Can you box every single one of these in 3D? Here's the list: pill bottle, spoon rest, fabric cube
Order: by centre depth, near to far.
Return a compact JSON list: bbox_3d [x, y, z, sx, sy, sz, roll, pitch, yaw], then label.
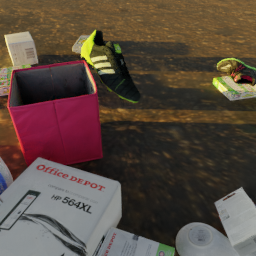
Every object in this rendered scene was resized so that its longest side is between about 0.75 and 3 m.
[{"bbox_3d":[-3.760,1.440,5.071,1.631,1.631,2.867,22,44,26],"label":"pill bottle"},{"bbox_3d":[1.779,2.173,5.158,1.788,0.542,0.888,-3,34,19],"label":"spoon rest"},{"bbox_3d":[-1.777,-0.357,7.177,1.947,1.941,1.910,-11,37,-11],"label":"fabric cube"}]

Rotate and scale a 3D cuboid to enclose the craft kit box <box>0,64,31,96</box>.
[{"bbox_3d":[-4.373,-1.792,10.410,1.657,0.407,1.678,-14,39,-13],"label":"craft kit box"}]

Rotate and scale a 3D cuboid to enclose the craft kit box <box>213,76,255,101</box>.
[{"bbox_3d":[3.943,-1.491,10.081,1.270,0.312,1.286,-6,37,-12],"label":"craft kit box"}]

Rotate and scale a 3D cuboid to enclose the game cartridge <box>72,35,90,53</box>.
[{"bbox_3d":[-1.870,-4.025,13.408,1.164,0.353,1.746,7,38,3],"label":"game cartridge"}]

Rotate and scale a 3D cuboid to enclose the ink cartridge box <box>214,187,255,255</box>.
[{"bbox_3d":[2.190,1.750,5.390,0.720,0.333,1.322,-35,14,13],"label":"ink cartridge box"}]

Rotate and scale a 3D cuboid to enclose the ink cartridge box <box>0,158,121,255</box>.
[{"bbox_3d":[-1.503,1.920,4.858,1.950,1.126,2.671,14,39,17],"label":"ink cartridge box"}]

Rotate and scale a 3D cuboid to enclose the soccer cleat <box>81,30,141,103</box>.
[{"bbox_3d":[-0.391,-1.608,7.220,2.302,0.933,0.777,50,30,20],"label":"soccer cleat"}]

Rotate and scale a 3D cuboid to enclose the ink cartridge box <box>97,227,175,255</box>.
[{"bbox_3d":[0.098,2.360,4.790,1.210,0.508,0.880,13,39,16],"label":"ink cartridge box"}]

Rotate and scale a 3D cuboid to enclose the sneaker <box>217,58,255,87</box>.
[{"bbox_3d":[3.146,-1.588,8.022,1.313,0.504,0.550,28,61,28],"label":"sneaker"}]

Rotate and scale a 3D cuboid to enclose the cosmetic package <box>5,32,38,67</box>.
[{"bbox_3d":[-4.508,-3.337,11.877,1.033,1.039,1.242,-16,39,-19],"label":"cosmetic package"}]
